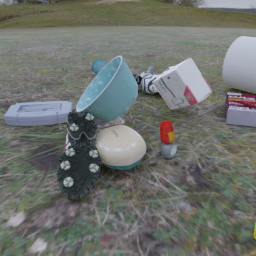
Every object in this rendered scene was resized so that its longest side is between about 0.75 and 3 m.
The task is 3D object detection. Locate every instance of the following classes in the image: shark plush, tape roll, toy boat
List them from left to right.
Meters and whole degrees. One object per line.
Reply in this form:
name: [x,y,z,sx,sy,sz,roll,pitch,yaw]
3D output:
toy boat: [0.237,0.544,7.664,2.292,1.065,1.926,-12,22,-8]
shark plush: [1.087,-2.511,14.152,0.910,0.993,2.185,40,18,11]
tape roll: [5.939,-2.948,13.207,2.533,2.533,1.739,-19,30,-35]

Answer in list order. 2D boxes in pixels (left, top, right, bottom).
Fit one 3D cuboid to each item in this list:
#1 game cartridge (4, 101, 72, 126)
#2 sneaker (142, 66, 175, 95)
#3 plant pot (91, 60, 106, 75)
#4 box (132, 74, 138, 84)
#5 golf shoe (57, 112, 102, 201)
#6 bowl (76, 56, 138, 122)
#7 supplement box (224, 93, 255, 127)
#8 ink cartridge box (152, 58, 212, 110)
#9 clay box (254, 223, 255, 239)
game cartridge: [-3.302,-0.560,10.552,2.339,0.486,1.557,-3,29,-7]
sneaker: [2.195,-2.149,13.222,2.676,1.068,1.741,-16,31,-31]
plant pot: [-1.550,-3.369,16.200,0.888,0.888,0.834,-12,43,-25]
box: [-0.228,-2.047,13.299,1.254,0.791,1.276,4,25,8]
golf shoe: [-1.223,0.777,7.152,0.999,1.139,2.587,9,46,-10]
bowl: [-0.483,-0.997,8.328,1.079,2.063,2.063,39,15,-21]
supplement box: [4.327,-0.751,10.706,1.118,0.625,2.054,7,24,14]
ink cartridge box: [1.940,-1.539,10.401,0.813,1.439,1.964,-38,8,-18]
clay box: [2.830,1.419,4.928,0.881,1.534,0.365,11,27,21]
